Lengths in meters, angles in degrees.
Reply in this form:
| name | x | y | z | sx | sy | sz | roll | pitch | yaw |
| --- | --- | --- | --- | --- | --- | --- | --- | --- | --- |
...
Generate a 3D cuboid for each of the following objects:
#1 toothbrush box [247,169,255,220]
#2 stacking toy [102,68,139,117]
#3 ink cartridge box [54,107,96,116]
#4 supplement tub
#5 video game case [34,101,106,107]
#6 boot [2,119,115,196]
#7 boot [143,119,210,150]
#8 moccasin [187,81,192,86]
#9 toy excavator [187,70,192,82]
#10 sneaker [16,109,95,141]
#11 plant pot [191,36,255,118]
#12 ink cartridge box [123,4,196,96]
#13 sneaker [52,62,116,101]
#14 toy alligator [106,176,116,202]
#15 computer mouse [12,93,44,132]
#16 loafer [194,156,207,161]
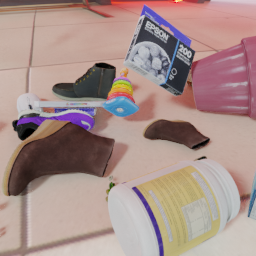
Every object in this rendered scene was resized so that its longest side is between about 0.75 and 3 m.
| name | x | y | z | sx | sy | sz | roll | pitch | yaw |
| --- | --- | --- | --- | --- | --- | --- | --- | --- | --- |
| toothbrush box | 3.520 | 1.249 | 6.829 | 0.752 | 1.291 | 1.764 | 15 | 36 | 22 |
| stacking toy | -0.193 | -1.399 | 9.792 | 1.054 | 0.997 | 1.817 | -15 | 56 | 36 |
| ink cartridge box | -1.868 | -0.592 | 10.023 | 1.396 | 0.306 | 1.409 | 0 | 3 | -3 |
| supplement tub | 0.934 | 1.655 | 5.813 | 2.325 | 1.691 | 1.691 | -16 | 36 | -24 |
| video game case | -2.082 | -0.879 | 10.207 | 2.427 | 0.219 | 1.738 | -2 | 6 | -22 |
| boot | -1.782 | 0.927 | 7.675 | 2.299 | 1.000 | 2.764 | 18 | 49 | 7 |
| boot | 1.543 | 0.234 | 9.029 | 1.787 | 0.646 | 1.486 | -14 | 33 | -27 |
| moccasin | 3.330 | -2.055 | 12.573 | 0.688 | 0.726 | 1.881 | -8 | 33 | -15 |
| toy excavator | 3.996 | -2.361 | 12.671 | 2.238 | 1.118 | 2.176 | 23 | 38 | 31 |
| sneaker | -2.374 | 0.100 | 9.174 | 2.534 | 0.881 | 1.261 | 0 | 45 | -5 |
| plant pot | 3.799 | -1.738 | 10.460 | 2.616 | 2.922 | 2.922 | -7 | 30 | 18 |
| ink cartridge box | 1.198 | -2.632 | 9.397 | 2.354 | 2.376 | 0.516 | 25 | -16 | -27 |
| sneaker | -1.817 | -2.009 | 11.725 | 2.926 | 1.554 | 1.094 | 4 | 33 | 7 |
| toy alligator | -0.379 | 1.612 | 7.245 | 0.321 | 0.233 | 0.969 | -28 | 29 | 16 |
| computer mouse | -3.765 | -0.776 | 10.692 | 1.459 | 0.584 | 2.661 | -15 | 35 | -20 |
| loafer | 1.910 | 1.025 | 7.813 | 0.338 | 0.299 | 0.888 | 31 | 44 | 31 |
